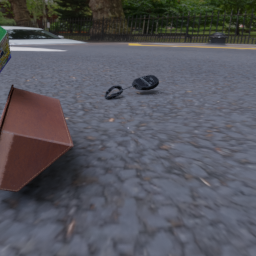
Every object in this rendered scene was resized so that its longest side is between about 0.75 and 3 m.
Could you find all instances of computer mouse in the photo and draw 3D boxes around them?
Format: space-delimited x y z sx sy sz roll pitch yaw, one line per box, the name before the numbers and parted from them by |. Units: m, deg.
computer mouse | 0.174 -1.487 10.762 2.462 0.419 0.722 -21 50 -25

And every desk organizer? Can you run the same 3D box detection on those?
desk organizer | -1.747 0.082 5.001 1.031 0.960 2.677 14 15 -23

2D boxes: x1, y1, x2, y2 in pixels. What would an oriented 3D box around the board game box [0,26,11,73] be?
board game box | -2.976 -0.567 5.011 0.369 2.535 1.706 33 -11 -17
